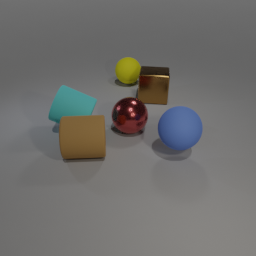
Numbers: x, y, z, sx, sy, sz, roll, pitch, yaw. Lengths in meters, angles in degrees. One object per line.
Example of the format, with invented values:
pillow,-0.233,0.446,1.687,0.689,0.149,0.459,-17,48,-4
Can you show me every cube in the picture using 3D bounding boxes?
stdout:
cube,1.235,-2.072,13.445,1.400,1.400,1.400,4,30,5

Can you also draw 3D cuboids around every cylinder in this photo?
cylinder,-2.064,-0.704,10.534,1.400,1.400,1.400,23,29,-8
cylinder,-1.456,0.291,9.254,1.400,1.400,1.400,-2,29,-4

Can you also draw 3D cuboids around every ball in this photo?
ball,0.068,-0.474,10.642,1.400,1.400,1.400,0,29,0
ball,0.006,-3.101,15.133,1.400,1.400,1.400,0,29,0
ball,1.647,0.008,8.896,1.400,1.400,1.400,0,29,0
